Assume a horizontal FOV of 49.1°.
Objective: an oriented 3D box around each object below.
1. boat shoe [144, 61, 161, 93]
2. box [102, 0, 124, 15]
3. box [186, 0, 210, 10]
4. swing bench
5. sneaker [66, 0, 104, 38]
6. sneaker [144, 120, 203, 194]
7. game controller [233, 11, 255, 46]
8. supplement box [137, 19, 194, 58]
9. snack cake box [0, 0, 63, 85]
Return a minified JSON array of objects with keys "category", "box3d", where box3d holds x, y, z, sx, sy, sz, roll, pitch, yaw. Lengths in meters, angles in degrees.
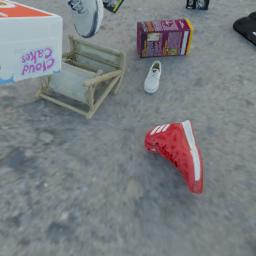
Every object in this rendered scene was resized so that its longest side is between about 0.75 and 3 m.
[{"category":"boat shoe","box3d":[0.815,-1.652,8.842,0.458,0.451,1.292,13,50,11]},{"category":"box","box3d":[-0.518,-4.878,7.862,2.095,2.615,0.579,15,36,-40]},{"category":"box","box3d":[3.028,-5.568,12.070,0.949,0.777,0.409,6,49,4]},{"category":"swing bench","box3d":[-1.417,-1.591,8.276,2.019,1.317,2.029,23,47,20]},{"category":"sneaker","box3d":[-1.304,-3.388,6.584,0.969,2.516,1.072,4,25,27]},{"category":"sneaker","box3d":[1.042,0.702,6.683,1.240,0.841,2.147,-6,36,6]},{"category":"game controller","box3d":[5.222,-3.509,10.525,1.413,0.570,2.708,-27,52,-4]},{"category":"supplement box","box3d":[1.237,-3.121,9.761,1.819,1.004,0.779,-5,48,-5]},{"category":"snack cake box","box3d":[-2.539,-1.600,4.610,2.741,0.921,1.576,29,34,33]}]
